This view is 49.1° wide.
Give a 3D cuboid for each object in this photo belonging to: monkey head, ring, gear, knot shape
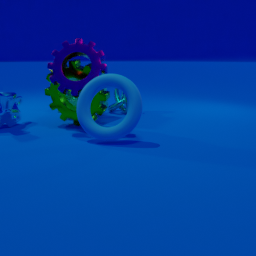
[{"bbox_3d":[-3.856,-0.723,8.421,1.888,1.358,1.138,-10,49,-47],"label":"monkey head"},{"bbox_3d":[-0.486,-0.529,7.090,1.731,1.731,0.346,4,-6,15],"label":"ring"},{"bbox_3d":[-1.402,-1.672,7.820,1.618,1.618,0.299,1,-9,5],"label":"gear"},{"bbox_3d":[-0.177,-1.038,10.552,0.621,1.344,1.258,28,10,-32],"label":"knot shape"},{"bbox_3d":[-1.546,-1.051,8.483,1.972,1.972,0.365,4,24,15],"label":"gear"}]

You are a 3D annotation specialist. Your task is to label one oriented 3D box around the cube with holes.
[{"bbox_3d":[-1.635,-1.263,9.870,1.292,1.292,1.292,1,12,30],"label":"cube with holes"}]
